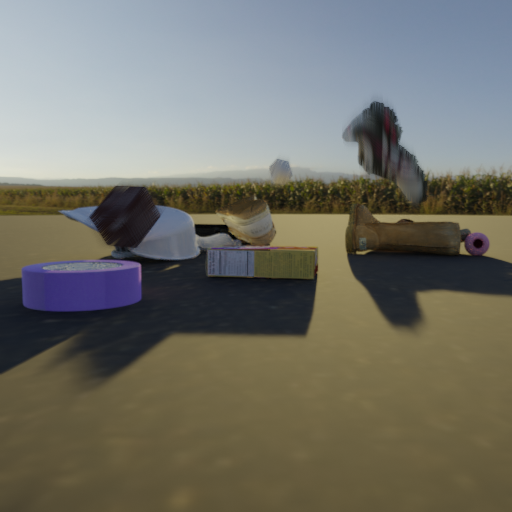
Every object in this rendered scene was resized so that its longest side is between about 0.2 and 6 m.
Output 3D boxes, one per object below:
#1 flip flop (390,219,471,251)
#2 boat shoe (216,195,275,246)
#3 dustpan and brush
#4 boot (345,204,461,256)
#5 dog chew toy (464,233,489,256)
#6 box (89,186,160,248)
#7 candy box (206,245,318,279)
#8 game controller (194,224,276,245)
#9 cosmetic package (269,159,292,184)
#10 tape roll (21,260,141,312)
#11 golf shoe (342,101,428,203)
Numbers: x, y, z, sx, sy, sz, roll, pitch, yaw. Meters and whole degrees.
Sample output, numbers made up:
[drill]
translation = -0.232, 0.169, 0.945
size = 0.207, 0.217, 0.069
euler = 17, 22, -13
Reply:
[flip flop]
translation = 3.505, -0.511, 12.442
size = 2.361, 0.680, 0.958
euler = -5, 2, 27
[boat shoe]
translation = -0.225, -0.759, 12.978
size = 1.062, 0.997, 2.881
euler = -24, 13, -5
[dustpan and brush]
translation = -1.700, -0.385, 11.224
size = 3.667, 1.050, 2.560
euler = -13, 25, -40
[boot]
translation = 3.104, -0.539, 11.927
size = 2.239, 0.740, 1.960
euler = 0, 30, 15
[dog chew toy]
translation = 4.413, -0.227, 11.276
size = 0.472, 0.472, 0.758
euler = 1, -1, 13
[box]
translation = -2.064, -0.631, 8.880
size = 0.643, 0.637, 0.775
euler = 6, 48, 28
[candy box]
translation = 0.116, 0.075, 8.086
size = 1.518, 0.429, 0.886
euler = 2, 5, 10
[game controller]
translation = -0.983, -0.629, 14.513
size = 2.924, 0.616, 1.526
euler = 2, 6, 14
[cosmetic package]
translation = 0.594, -2.046, 13.589
size = 0.368, 0.447, 0.368
euler = 7, -34, -35
[tape roll]
translation = -1.841, 0.293, 5.968
size = 1.205, 0.395, 1.205
euler = 0, 6, 0
[golf shoe]
translation = 2.322, -1.694, 10.006
size = 0.934, 2.121, 0.819
euler = -35, 26, 6
